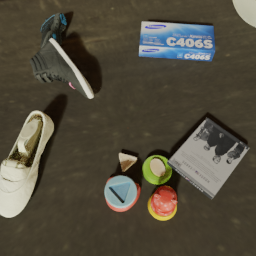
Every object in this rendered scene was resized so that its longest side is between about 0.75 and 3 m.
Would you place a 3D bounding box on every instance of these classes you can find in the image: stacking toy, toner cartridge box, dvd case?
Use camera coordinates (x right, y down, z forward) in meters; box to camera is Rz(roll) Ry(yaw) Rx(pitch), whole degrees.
[{"bbox_3d":[0.325,1.161,6.254,1.662,0.702,1.505,6,61,3],"label":"stacking toy"},{"bbox_3d":[1.470,-2.640,8.515,2.205,0.476,1.047,4,61,2],"label":"toner cartridge box"},{"bbox_3d":[1.941,0.659,6.725,1.289,0.212,1.715,39,63,17],"label":"dvd case"}]

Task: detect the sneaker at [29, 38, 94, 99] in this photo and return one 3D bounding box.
[{"bbox_3d":[-1.878,-1.399,7.746,1.080,0.770,2.178,-39,75,-3],"label":"sneaker"}]

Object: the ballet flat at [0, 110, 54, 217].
[{"bbox_3d":[-2.447,0.685,6.448,0.892,0.892,2.570,11,62,6],"label":"ballet flat"}]

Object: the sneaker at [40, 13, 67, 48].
[{"bbox_3d":[-2.415,-2.883,8.694,0.660,0.590,1.612,-3,55,21],"label":"sneaker"}]

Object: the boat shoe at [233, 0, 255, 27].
[{"bbox_3d":[4.390,-3.668,8.858,0.743,0.899,2.402,-35,68,-17],"label":"boat shoe"}]
